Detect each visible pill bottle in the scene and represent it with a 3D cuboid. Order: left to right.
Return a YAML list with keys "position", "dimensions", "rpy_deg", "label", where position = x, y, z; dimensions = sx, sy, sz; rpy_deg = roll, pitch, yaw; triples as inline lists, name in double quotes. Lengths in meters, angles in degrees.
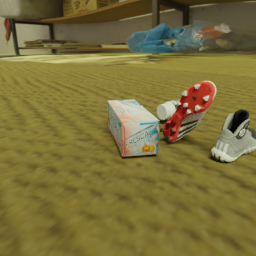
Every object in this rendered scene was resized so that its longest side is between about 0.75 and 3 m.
- position: [1.523, -0.604, 9.290]
  dimensions: [1.073, 0.624, 0.624]
  rpy_deg: [-14, 23, -32]
  label: "pill bottle"

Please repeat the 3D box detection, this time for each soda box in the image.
- position: [0.045, -0.121, 7.699]
  dimensions: [0.930, 0.865, 2.721]
  rpy_deg: [-3, 17, -11]
  label: "soda box"

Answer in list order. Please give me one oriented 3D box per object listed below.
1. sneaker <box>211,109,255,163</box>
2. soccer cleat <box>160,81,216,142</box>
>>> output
- position: [2.784, 0.042, 6.764]
  dimensions: [0.729, 1.121, 1.942]
  rpy_deg: [28, 33, 34]
  label: "sneaker"
- position: [1.608, -0.396, 7.137]
  dimensions: [0.880, 2.067, 0.709]
  rpy_deg: [-10, 54, -38]
  label: "soccer cleat"
